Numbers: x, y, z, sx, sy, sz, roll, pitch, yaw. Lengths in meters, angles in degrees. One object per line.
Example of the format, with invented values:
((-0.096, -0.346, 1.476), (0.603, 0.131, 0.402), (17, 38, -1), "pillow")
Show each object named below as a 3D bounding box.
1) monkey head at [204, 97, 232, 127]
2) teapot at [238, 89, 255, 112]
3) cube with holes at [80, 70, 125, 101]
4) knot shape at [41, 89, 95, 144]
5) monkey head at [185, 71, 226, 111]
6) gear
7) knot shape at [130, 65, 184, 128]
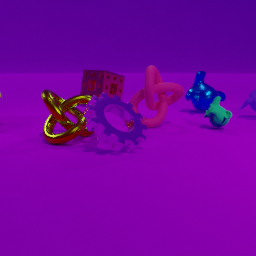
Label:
((2.600, -0.438, 7.963), (0.664, 0.792, 1.101), (28, -6, 4), "monkey head")
((4.525, -0.864, 9.494), (1.544, 0.756, 0.960), (-4, 43, -5), "teapot")
((-1.159, -1.823, 12.716), (1.356, 1.356, 1.356), (11, 4, 37), "cube with holes")
((-1.337, -0.303, 6.908), (1.523, 0.752, 1.627), (-2, 55, -31), "knot shape")
((2.964, -1.396, 10.792), (1.989, 1.431, 1.199), (-11, 31, -40), "monkey head")
((-0.245, -0.138, 5.994), (1.422, 0.263, 1.422), (24, 40, -22), "gear")
((0.909, -0.907, 8.209), (1.626, 1.738, 0.803), (-4, 24, -36), "knot shape")
